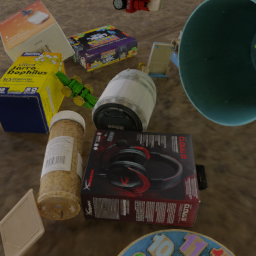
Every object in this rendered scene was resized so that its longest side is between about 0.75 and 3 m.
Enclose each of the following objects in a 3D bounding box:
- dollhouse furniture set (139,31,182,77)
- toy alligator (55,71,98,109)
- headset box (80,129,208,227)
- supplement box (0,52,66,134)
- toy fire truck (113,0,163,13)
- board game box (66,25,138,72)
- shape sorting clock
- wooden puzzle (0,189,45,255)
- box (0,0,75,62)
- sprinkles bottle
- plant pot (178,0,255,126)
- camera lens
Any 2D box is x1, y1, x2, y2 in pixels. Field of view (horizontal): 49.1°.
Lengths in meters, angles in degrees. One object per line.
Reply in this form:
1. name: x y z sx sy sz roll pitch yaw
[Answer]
1. dollhouse furniture set: 1.445 -3.194 11.089 2.051 1.936 1.338 -5 40 -23
2. toy alligator: -1.454 -0.983 9.366 2.399 0.651 0.711 37 58 -8
3. headset box: 0.463 1.138 6.832 2.830 1.062 2.104 4 42 4
4. supplement box: -3.090 -1.244 9.220 1.451 1.460 2.666 2 41 4
5. toy fire truck: 0.458 -4.438 8.956 1.813 1.596 1.167 21 39 19
6. board game box: -1.267 -3.643 12.497 2.664 0.755 2.202 -27 47 -27
7. shape sorting clock: 0.945 3.179 4.894 2.969 0.582 2.969 0 41 0
8. wooden puzzle: -2.259 2.121 5.965 1.164 0.234 1.259 -46 44 10
9. box: -3.806 -3.648 11.441 2.156 1.506 2.831 -33 48 -4
10. sprinkles bottle: -1.660 0.817 7.237 1.012 1.012 2.965 -3 42 -3
11. plant pot: 2.793 -1.585 6.196 2.123 2.646 2.646 -18 44 -27
12. camera lens: -0.057 -0.650 8.446 1.609 1.609 2.012 11 42 12
